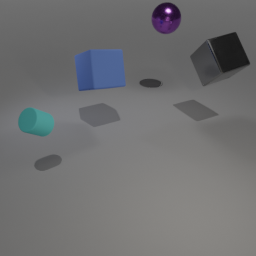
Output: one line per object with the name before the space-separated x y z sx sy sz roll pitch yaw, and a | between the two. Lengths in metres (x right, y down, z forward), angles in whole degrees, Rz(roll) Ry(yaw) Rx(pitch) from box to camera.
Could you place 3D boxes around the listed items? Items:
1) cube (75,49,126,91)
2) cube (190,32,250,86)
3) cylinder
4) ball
cube | -1.089 -2.220 10.856 1.400 1.400 1.400 -11 9 -33
cube | 3.561 -2.664 10.976 1.400 1.400 1.400 -20 -6 -18
cylinder | -2.558 -0.157 7.833 0.700 0.700 0.700 17 -4 28
ball | 1.801 -5.151 13.182 1.400 1.400 1.400 0 29 0
